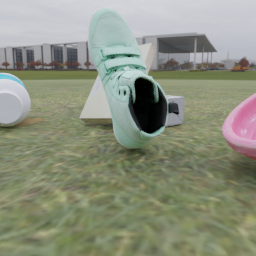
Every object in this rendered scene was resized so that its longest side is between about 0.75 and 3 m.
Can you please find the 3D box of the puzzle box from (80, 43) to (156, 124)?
[{"bbox_3d":[-0.281,-1.320,8.330,1.738,2.612,0.332,2,-28,38],"label":"puzzle box"}]

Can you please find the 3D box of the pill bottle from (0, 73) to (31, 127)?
[{"bbox_3d":[-3.695,-0.859,8.427,1.363,1.363,2.461,-5,18,-23],"label":"pill bottle"}]

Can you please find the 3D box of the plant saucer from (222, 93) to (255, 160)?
[{"bbox_3d":[2.878,-0.214,4.316,2.705,0.686,2.705,-28,13,7],"label":"plant saucer"}]

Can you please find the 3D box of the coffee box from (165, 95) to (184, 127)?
[{"bbox_3d":[0.559,-0.615,8.760,1.202,0.849,2.126,-9,15,-36],"label":"coffee box"}]

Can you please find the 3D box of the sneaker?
[{"bbox_3d":[0.061,-1.127,5.179,1.088,2.956,1.743,-14,-3,-16],"label":"sneaker"}]
